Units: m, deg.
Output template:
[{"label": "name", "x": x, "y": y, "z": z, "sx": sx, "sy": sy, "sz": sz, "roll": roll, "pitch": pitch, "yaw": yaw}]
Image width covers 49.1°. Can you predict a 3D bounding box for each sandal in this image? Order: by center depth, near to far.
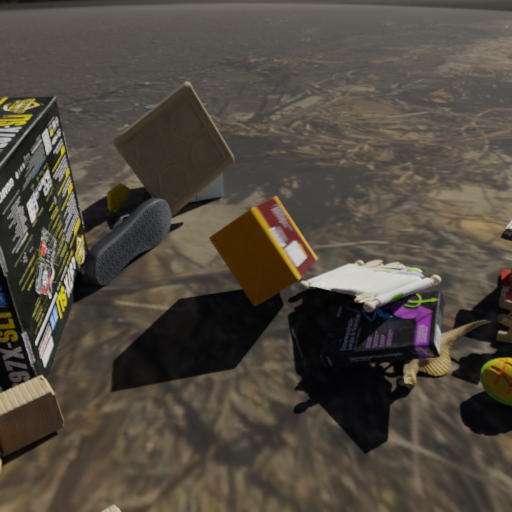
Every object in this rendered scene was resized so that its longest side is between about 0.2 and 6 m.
[{"label": "sandal", "x": -2.453, "y": -0.407, "z": 10.663, "sx": 0.547, "sy": 0.972, "sz": 2.555, "roll": 15, "pitch": 34, "yaw": 22}]

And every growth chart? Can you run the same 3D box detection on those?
[{"label": "growth chart", "x": 1.818, "y": 0.401, "z": 9.166, "sx": 1.717, "sy": 0.210, "sz": 2.373, "roll": -15, "pitch": 11, "yaw": -22}]

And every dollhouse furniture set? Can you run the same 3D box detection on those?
[{"label": "dollhouse furniture set", "x": 4.557, "y": 0.387, "z": 9.111, "sx": 0.909, "sy": 1.203, "sz": 2.235, "roll": 12, "pitch": 32, "yaw": 19}]

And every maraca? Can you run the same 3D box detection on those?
[{"label": "maraca", "x": 3.542, "y": 1.702, "z": 7.537, "sx": 1.026, "sy": 0.549, "sz": 0.703, "roll": 3, "pitch": 53, "yaw": 2}]

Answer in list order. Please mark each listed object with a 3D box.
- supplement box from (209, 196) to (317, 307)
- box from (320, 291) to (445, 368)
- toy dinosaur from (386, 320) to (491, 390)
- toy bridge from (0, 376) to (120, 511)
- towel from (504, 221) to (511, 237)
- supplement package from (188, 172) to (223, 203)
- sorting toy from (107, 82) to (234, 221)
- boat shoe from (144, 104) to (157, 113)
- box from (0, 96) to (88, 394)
[{"label": "supplement box", "x": 0.160, "y": -0.122, "z": 9.288, "sx": 0.900, "sy": 1.338, "sz": 1.356, "roll": -33, "pitch": 2, "yaw": 23}, {"label": "box", "x": 1.828, "y": 1.054, "z": 8.085, "sx": 1.642, "sy": 0.296, "sz": 1.174, "roll": -13, "pitch": 28, "yaw": 29}, {"label": "toy dinosaur", "x": 2.536, "y": 1.341, "z": 8.332, "sx": 1.887, "sy": 0.549, "sz": 0.954, "roll": -30, "pitch": 55, "yaw": -27}, {"label": "toy bridge", "x": -1.903, "y": 3.059, "z": 5.117, "sx": 1.692, "sy": 0.685, "sz": 5.033, "roll": -22, "pitch": 37, "yaw": -28}, {"label": "towel", "x": 6.047, "y": -0.504, "z": 11.620, "sx": 1.468, "sy": 0.172, "sz": 1.119, "roll": 20, "pitch": 35, "yaw": 30}, {"label": "supplement package", "x": -1.665, "y": -1.982, "z": 13.249, "sx": 1.405, "sy": 1.033, "sz": 1.344, "roll": -12, "pitch": 33, "yaw": -20}, {"label": "sorting toy", "x": -1.971, "y": -1.863, "z": 11.506, "sx": 2.910, "sy": 2.168, "sz": 0.390, "roll": -43, "pitch": 39, "yaw": -15}, {"label": "boat shoe", "x": -1.831, "y": -3.165, "z": 13.091, "sx": 0.876, "sy": 0.762, "sz": 2.378, "roll": -4, "pitch": 8, "yaw": 14}, {"label": "box", "x": -3.544, "y": -0.350, "z": 8.455, "sx": 0.974, "sy": 3.151, "sz": 3.946, "roll": -3, "pitch": 31, "yaw": -4}]
